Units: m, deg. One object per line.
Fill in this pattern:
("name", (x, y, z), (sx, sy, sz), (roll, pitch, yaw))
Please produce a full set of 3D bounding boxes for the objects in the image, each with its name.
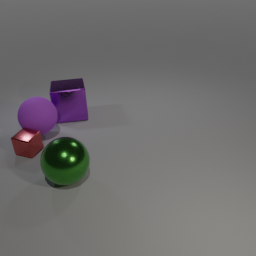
("ball", (-3.298, -0.443, 10.250), (1.400, 1.400, 1.400), (0, 29, 0))
("cube", (-2.498, -1.187, 11.918), (1.400, 1.400, 1.400), (-7, 30, -9))
("ball", (-1.811, 0.953, 8.115), (1.400, 1.400, 1.400), (0, 29, 0))
("cube", (-3.429, 0.504, 9.574), (0.700, 0.700, 0.700), (10, 35, 16))
